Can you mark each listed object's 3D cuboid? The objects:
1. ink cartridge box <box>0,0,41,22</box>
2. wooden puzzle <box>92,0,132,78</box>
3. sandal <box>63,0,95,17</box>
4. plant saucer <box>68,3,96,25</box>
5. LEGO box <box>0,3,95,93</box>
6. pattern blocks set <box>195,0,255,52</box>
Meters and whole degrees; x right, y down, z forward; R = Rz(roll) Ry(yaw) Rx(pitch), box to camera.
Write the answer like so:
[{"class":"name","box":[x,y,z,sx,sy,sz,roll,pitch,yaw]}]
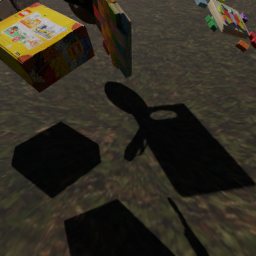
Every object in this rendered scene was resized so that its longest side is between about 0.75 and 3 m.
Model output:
[{"class":"ink cartridge box","box":[-3.288,-2.988,7.216,1.238,0.714,1.706,7,53,35]},{"class":"wooden puzzle","box":[-0.294,-1.775,5.088,0.155,2.213,1.312,-25,64,-11]},{"class":"sandal","box":[-1.267,-3.554,7.571,1.474,0.560,0.315,13,-13,-40]},{"class":"plant saucer","box":[-1.369,-3.914,9.020,1.466,1.466,0.216,21,66,22]},{"class":"LEGO box","box":[-1.701,-1.598,5.306,1.286,0.666,1.727,-39,53,-20]},{"class":"pattern blocks set","box":[2.608,-2.754,7.153,2.161,0.175,1.900,-14,72,-41]}]
